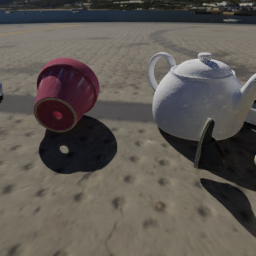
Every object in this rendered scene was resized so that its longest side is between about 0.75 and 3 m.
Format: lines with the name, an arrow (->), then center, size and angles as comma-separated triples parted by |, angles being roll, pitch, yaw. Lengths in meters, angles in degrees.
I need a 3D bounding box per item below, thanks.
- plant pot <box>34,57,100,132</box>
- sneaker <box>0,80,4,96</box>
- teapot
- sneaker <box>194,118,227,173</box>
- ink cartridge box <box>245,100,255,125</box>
plant pot -> -1.832, -0.838, 7.946 | 1.815, 1.815, 1.625 | 3, 40, 6
sneaker -> -5.064, -1.326, 10.033 | 0.667, 0.704, 1.742 | 1, 26, -2
teapot -> 1.964, -1.059, 7.834 | 2.818, 2.058, 2.781 | 0, 25, 3
sneaker -> 1.720, 0.356, 5.596 | 0.600, 1.130, 0.423 | 13, 28, 14
ink cartridge box -> 4.909, -0.336, 8.091 | 2.448, 0.536, 2.471 | -13, 28, -29
